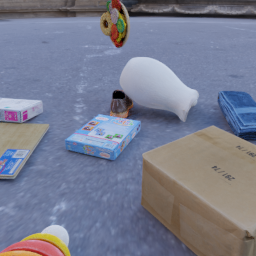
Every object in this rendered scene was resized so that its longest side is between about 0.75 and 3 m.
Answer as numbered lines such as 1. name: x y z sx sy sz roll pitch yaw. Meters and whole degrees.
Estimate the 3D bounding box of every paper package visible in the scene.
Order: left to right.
1. paper package: 1.758 1.167 5.204 2.293 1.244 2.405 -18 31 -32

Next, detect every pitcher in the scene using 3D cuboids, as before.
1. pitcher: 1.197 -1.398 9.945 2.641 1.601 2.266 30 16 12

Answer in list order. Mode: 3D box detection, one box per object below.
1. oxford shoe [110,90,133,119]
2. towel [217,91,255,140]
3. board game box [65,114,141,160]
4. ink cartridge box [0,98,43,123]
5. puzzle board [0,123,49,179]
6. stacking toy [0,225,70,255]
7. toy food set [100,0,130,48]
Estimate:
1. oxford shoe: -0.211 -1.079 10.212 0.772 0.790 2.166 -1 26 3
2. towel: 3.698 -0.468 8.882 1.227 0.533 2.197 0 37 -3
3. board game box: -0.654 0.187 8.158 1.479 0.358 1.955 11 28 20
4. ink cartridge box: -4.393 -0.660 9.526 2.504 0.525 1.494 7 18 9
5. puzzle board: -3.546 0.540 7.624 2.065 0.238 2.741 2 27 2
6. stacking toy: -1.230 1.986 3.892 1.482 1.482 2.028 3 9 6
7. toy food set: -0.475 -3.951 10.621 0.431 1.752 1.770 -15 68 -26
